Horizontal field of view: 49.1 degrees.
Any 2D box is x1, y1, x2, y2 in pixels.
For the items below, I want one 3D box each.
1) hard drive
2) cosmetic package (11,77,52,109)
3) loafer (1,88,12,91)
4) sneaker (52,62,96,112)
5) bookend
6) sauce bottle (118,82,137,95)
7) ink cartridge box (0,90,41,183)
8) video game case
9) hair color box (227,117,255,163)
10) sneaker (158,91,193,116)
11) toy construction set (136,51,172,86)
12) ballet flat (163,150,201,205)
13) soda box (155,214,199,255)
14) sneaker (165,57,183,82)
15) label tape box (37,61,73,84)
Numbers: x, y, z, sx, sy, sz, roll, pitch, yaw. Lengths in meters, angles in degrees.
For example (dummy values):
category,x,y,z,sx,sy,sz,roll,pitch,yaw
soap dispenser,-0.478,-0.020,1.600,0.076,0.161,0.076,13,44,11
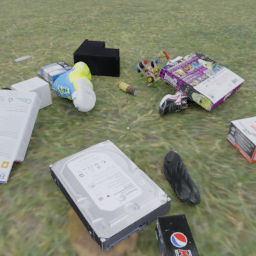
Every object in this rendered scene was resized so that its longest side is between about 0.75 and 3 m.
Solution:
category,x,y,z,sx,sy,sz,roll,pitch,yaw
hard drive,-0.505,1.373,6.573,1.797,0.487,2.572,-22,43,-27
cosmetic package,-3.319,-1.146,9.721,0.826,0.826,1.002,29,44,35
loafer,-4.250,-0.889,9.464,0.690,0.714,2.033,-6,37,-8
sneaker,-1.958,-1.261,9.915,1.406,1.014,2.677,-25,36,12
bookend,-1.172,-3.143,12.396,1.963,0.910,1.976,5,36,6
sauce bottle,-0.006,-1.482,10.653,0.290,0.290,0.877,-26,44,-31
ink cartridge box,-4.097,0.148,7.815,2.697,0.595,2.747,6,64,7
video game case,2.760,-1.843,10.349,2.287,0.452,2.524,39,47,21
hair color box,4.104,0.197,8.023,2.104,0.673,1.167,-9,38,-15
sneaker,1.658,-0.814,9.471,0.661,0.615,1.531,30,47,33
toy construction set,1.125,-2.262,11.104,1.389,1.067,1.159,-31,-6,13
ballet flat,1.275,1.207,6.935,0.491,0.575,1.729,34,23,-30
soda box,0.966,2.442,5.030,0.617,0.552,1.744,-4,37,-7
sneaker,2.301,-2.394,11.478,1.197,0.747,2.029,17,39,25
label tape box,-3.037,-2.392,11.702,1.062,0.466,1.472,-27,46,-32
